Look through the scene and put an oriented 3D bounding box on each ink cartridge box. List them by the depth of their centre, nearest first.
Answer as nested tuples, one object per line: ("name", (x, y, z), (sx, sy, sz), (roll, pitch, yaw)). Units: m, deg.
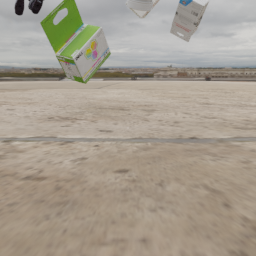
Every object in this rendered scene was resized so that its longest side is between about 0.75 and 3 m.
("ink cartridge box", (1.482, -2.729, 6.890), (0.605, 1.045, 0.349), (33, 57, 11))
("ink cartridge box", (0.659, -4.426, 9.506), (0.717, 1.241, 1.706), (42, 21, -10))
("ink cartridge box", (-1.704, -3.028, 9.667), (0.912, 2.406, 1.779), (21, 63, 26))

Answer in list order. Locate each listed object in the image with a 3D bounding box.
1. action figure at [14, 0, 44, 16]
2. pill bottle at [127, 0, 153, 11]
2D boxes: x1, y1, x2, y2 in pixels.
("action figure", (-2.596, -3.411, 7.141), (1.070, 0.571, 1.645), (0, 42, -29))
("pill bottle", (0.392, -3.638, 6.633), (0.851, 1.514, 0.851), (7, 33, -5))
